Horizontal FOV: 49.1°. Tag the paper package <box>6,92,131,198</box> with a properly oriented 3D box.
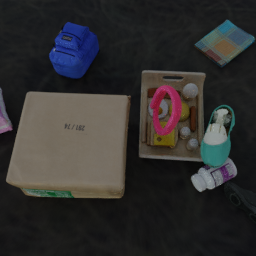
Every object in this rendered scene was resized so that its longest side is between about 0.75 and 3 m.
[{"bbox_3d":[-1.216,0.418,6.558,2.447,1.266,2.333,3,63,0],"label":"paper package"}]

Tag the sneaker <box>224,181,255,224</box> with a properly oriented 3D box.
[{"bbox_3d":[2.760,1.650,6.458,0.553,0.463,1.218,-38,76,-28],"label":"sneaker"}]

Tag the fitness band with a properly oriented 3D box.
[{"bbox_3d":[0.840,-0.399,6.470,0.242,1.292,0.928,-7,56,-20],"label":"fitness band"}]

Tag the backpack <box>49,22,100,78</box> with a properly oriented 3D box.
[{"bbox_3d":[-1.613,-2.196,7.962,1.107,1.143,1.362,17,68,16],"label":"backpack"}]

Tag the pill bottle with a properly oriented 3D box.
[{"bbox_3d":[2.016,1.105,6.619,0.973,0.546,0.546,-24,66,-12],"label":"pill bottle"}]

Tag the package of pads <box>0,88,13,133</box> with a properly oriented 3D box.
[{"bbox_3d":[-4.205,-0.235,7.125,2.183,0.826,1.315,-21,65,-10],"label":"package of pads"}]

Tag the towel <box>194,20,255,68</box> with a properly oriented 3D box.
[{"bbox_3d":[3.018,-2.662,8.714,1.602,0.174,1.175,-38,69,-17],"label":"towel"}]

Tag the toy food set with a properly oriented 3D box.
[{"bbox_3d":[1.152,-0.329,7.112,1.689,0.711,2.354,3,72,2],"label":"toy food set"}]

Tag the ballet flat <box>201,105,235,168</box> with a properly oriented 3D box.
[{"bbox_3d":[2.092,0.068,6.571,0.664,0.694,1.972,2,35,28],"label":"ballet flat"}]
